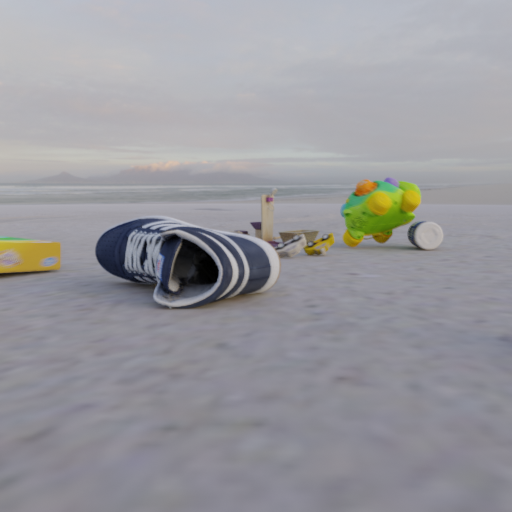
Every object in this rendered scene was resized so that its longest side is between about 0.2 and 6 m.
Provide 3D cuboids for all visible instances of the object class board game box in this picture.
[{"bbox_3d":[-3.966,-0.028,7.574,1.539,0.406,2.011,5,4,33],"label":"board game box"}]

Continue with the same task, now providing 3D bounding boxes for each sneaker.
[{"bbox_3d":[-1.085,0.021,6.175,2.440,0.855,1.324,6,7,25],"label":"sneaker"}]

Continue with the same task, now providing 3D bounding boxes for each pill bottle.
[{"bbox_3d":[3.323,-0.424,11.149,0.540,0.540,0.972,0,5,3],"label":"pill bottle"}]

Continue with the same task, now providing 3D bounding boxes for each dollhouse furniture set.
[{"bbox_3d":[0.468,-0.844,12.000,1.348,1.208,1.702,5,9,38],"label":"dollhouse furniture set"}]

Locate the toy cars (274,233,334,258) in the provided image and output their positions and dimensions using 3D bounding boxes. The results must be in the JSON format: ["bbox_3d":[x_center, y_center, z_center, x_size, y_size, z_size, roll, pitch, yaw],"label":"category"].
[{"bbox_3d":[0.879,-0.131,9.726,1.224,0.271,0.549,-4,-35,-33],"label":"toy cars"}]

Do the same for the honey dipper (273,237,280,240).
[{"bbox_3d":[0.653,-0.466,13.444,0.140,0.140,0.735,6,10,40],"label":"honey dipper"}]

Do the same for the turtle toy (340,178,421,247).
[{"bbox_3d":[2.525,-0.998,11.204,1.994,1.008,1.453,-8,-30,-28],"label":"turtle toy"}]
